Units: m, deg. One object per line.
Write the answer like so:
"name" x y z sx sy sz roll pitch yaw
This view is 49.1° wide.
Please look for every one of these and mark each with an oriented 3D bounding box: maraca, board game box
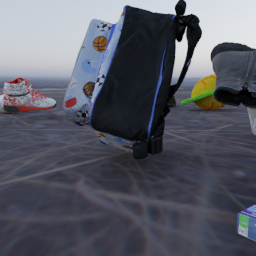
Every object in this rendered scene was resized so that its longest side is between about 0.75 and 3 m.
"maraca" 3.529 -1.493 12.113 2.848 1.523 1.953 -20 -2 -36
"board game box" 1.378 0.729 1.894 0.678 0.173 1.002 -7 11 -37

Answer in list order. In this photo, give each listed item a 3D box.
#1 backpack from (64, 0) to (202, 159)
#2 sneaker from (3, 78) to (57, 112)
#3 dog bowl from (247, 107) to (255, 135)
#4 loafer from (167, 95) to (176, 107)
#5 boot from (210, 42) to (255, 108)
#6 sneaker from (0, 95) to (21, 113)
"backpack" 0.025 -0.518 4.160 1.584 2.056 1.959 17 -14 13
"sneaker" -3.141 -1.115 9.186 0.633 1.016 1.896 18 19 38
"dog bowl" 3.629 -0.153 5.905 2.106 0.618 2.106 -3 9 0
"loafer" 1.702 -1.535 13.714 1.029 1.005 2.818 4 10 23
"boot" 3.036 -1.079 6.025 2.473 0.863 1.628 -2 51 9
"sneaker" -4.899 -1.144 11.634 1.130 0.967 2.596 -7 9 -10
